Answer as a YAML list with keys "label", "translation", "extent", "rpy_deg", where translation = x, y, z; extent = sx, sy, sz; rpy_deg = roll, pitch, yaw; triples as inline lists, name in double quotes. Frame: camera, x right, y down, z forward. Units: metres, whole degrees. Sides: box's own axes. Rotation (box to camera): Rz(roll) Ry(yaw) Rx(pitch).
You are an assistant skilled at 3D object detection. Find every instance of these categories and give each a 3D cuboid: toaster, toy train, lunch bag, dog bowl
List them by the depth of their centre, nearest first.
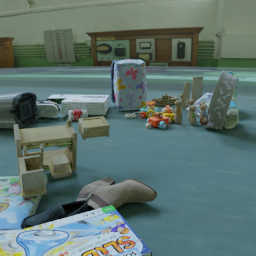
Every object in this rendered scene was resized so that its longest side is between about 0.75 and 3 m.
- label: "dog bowl"
  translation: [3.496, -0.981, 10.467]
  extent: [0.661, 2.256, 2.256]
  rpy_deg: [18, 21, 17]
- label: "toaster"
  translation: [-4.558, -0.669, 10.839]
  extent: [1.494, 1.314, 2.313]
  rpy_deg: [-2, 15, 5]
- label: "toy train"
  translation: [1.051, -0.637, 11.788]
  extent: [1.883, 0.697, 2.507]
  rpy_deg: [-10, 19, -32]
- label: "lunch bag"
  translation: [-0.005, -2.302, 14.563]
  extent: [1.806, 2.409, 2.840]
  rpy_deg: [-2, 18, -2]

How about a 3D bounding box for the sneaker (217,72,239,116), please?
- label: "sneaker"
  translation: [4.640, -1.631, 13.154]
  extent: [1.136, 1.865, 2.857]
  rpy_deg: [5, 17, 13]

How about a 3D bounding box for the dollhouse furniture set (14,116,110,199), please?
- label: "dollhouse furniture set"
  translation: [-1.327, 0.797, 6.369]
  extent: [2.182, 1.213, 1.929]
  rpy_deg: [-6, 32, -23]

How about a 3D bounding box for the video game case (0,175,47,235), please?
- label: "video game case"
  translation: [-2.865, 1.447, 5.224]
  extent: [2.301, 0.254, 2.094]
  rpy_deg: [-1, 16, -5]

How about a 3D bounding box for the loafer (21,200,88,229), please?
- label: "loafer"
  translation: [-1.193, 1.440, 4.676]
  extent: [1.149, 0.403, 0.390]
  rpy_deg: [-3, 27, -38]

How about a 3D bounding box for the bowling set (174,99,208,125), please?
- label: "bowling set"
  translation: [2.844, -0.664, 11.316]
  extent: [1.767, 0.949, 1.230]
  rpy_deg: [-10, 15, -31]

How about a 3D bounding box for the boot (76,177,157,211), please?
- label: "boot"
  translation: [-0.267, 1.364, 5.298]
  extent: [1.373, 0.482, 1.004]
  rpy_deg: [7, 24, 27]

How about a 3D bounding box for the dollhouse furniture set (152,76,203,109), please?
- label: "dollhouse furniture set"
  translation: [2.595, -1.979, 14.894]
  extent: [1.842, 1.578, 1.936]
  rpy_deg: [-11, 19, -35]

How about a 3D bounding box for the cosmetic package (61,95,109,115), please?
- label: "cosmetic package"
  translation: [-1.970, -1.157, 13.563]
  extent: [1.946, 0.667, 2.581]
  rpy_deg: [-2, 14, 1]

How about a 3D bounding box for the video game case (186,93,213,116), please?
- label: "video game case"
  translation: [3.621, -1.079, 12.985]
  extent: [1.413, 0.181, 1.554]
  rpy_deg: [-37, 24, -6]

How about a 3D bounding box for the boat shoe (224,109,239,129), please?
- label: "boat shoe"
  translation: [4.105, -0.286, 11.086]
  extent: [0.518, 0.432, 1.388]
  rpy_deg: [11, 34, 22]

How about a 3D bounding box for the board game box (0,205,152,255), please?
- label: "board game box"
  translation: [-0.844, 1.771, 3.911]
  extent: [1.975, 0.340, 1.337]
  rpy_deg: [-8, 18, -27]

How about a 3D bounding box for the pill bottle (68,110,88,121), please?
- label: "pill bottle"
  translation: [-2.147, -0.567, 12.021]
  extent: [0.769, 0.432, 0.432]
  rpy_deg: [-8, 18, -25]

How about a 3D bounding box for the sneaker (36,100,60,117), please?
- label: "sneaker"
  translation: [-4.007, -0.858, 12.358]
  extent: [2.054, 0.806, 0.816]
  rpy_deg: [9, 14, 1]

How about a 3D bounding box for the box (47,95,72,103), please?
- label: "box"
  translation: [-3.631, -1.689, 16.227]
  extent: [1.808, 0.329, 1.305]
  rpy_deg: [-2, 16, -1]
